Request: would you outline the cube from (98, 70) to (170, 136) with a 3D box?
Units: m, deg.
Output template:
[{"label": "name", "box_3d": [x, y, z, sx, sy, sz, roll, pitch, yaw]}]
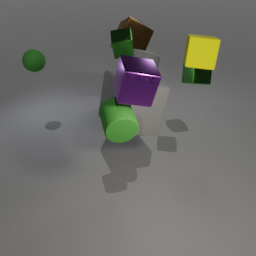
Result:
[{"label": "cube", "box_3d": [0.109, -0.701, 7.772, 1.400, 1.400, 1.400, 1, 24, -24]}]

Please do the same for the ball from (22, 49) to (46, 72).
[{"label": "ball", "box_3d": [-2.944, -2.102, 8.765, 0.700, 0.700, 0.700, 0, 30, 0]}]

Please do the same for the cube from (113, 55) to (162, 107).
[{"label": "cube", "box_3d": [0.152, -0.912, 5.440, 0.700, 0.700, 0.700, 5, 38, -16]}]

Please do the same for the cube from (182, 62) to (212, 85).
[{"label": "cube", "box_3d": [2.271, -1.808, 9.243, 0.700, 0.700, 0.700, -1, 11, -20]}]

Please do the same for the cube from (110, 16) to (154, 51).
[{"label": "cube", "box_3d": [0.161, -4.360, 13.723, 1.400, 1.400, 1.400, 24, 1, -22]}]

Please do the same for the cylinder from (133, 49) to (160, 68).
[{"label": "cylinder", "box_3d": [0.528, -2.467, 11.849, 1.400, 1.400, 1.400, 13, 7, -2]}]

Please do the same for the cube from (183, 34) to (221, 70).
[{"label": "cube", "box_3d": [1.768, -1.857, 6.806, 0.700, 0.700, 0.700, 7, 24, 4]}]

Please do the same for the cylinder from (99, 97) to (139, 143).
[{"label": "cylinder", "box_3d": [-0.201, -0.169, 5.819, 0.700, 0.700, 0.700, -8, 46, -13]}]

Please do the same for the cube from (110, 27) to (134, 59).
[{"label": "cube", "box_3d": [-0.193, -2.907, 9.622, 0.700, 0.700, 0.700, -8, 54, 3]}]
